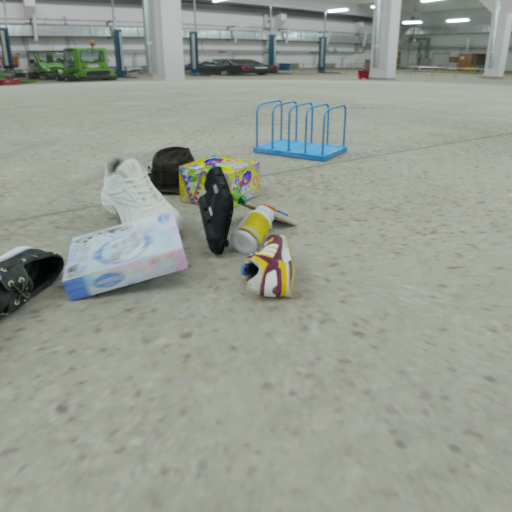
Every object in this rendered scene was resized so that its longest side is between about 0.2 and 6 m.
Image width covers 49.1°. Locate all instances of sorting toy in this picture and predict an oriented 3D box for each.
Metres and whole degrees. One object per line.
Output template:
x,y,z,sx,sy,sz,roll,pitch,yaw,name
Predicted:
0.127,-1.099,12.775,1.138,0.227,1.539,22,2,41,sorting toy

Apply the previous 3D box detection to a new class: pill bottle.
-0.045,-0.564,11.552,0.595,0.595,1.063,11,44,26,pill bottle

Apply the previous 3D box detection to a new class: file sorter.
1.611,-4.594,20.187,2.872,1.762,1.993,13,25,29,file sorter

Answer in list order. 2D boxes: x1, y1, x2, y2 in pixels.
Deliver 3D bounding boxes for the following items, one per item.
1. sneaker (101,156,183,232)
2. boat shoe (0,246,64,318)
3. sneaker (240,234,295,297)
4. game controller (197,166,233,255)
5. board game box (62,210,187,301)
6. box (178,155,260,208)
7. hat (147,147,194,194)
-2.677,-1.375,12.484,1.119,1.427,2.872,-28,44,-34,sneaker
-3.983,0.448,9.078,0.756,0.916,2.670,2,20,5,boat shoe
0.147,0.102,10.104,0.884,0.736,1.963,2,21,-7,sneaker
-0.831,-1.017,11.826,0.502,1.242,2.382,16,24,-20,game controller
-2.402,-0.073,10.348,2.062,0.449,2.072,-17,25,-5,board game box
-0.949,-1.965,14.822,1.538,0.974,1.597,13,26,27,box
-2.347,-2.584,16.238,2.626,1.059,2.626,-1,22,0,hat
